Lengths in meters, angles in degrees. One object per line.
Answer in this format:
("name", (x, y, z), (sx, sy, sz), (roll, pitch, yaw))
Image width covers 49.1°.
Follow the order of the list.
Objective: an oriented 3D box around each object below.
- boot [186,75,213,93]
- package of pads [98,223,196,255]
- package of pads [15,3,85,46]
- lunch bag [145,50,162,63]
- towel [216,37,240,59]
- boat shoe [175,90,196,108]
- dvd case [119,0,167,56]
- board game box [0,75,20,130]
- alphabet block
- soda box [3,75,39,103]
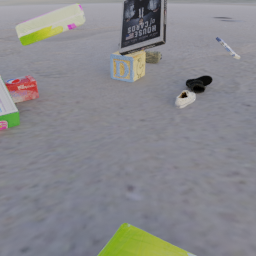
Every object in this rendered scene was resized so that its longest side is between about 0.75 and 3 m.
("boot", (2.850, -1.677, 10.790), (1.122, 0.422, 0.839), (-14, 23, -4))
("package of pads", (0.092, 2.466, 2.716), (2.214, 0.977, 2.866), (16, 33, 26))
("package of pads", (-2.214, -3.095, 8.257), (1.889, 0.644, 1.459), (-19, 25, 2))
("lunch bag", (1.264, -3.657, 14.245), (0.832, 0.580, 0.698), (9, 32, 15))
("towel", (3.220, -2.558, 8.971), (0.657, 0.107, 0.895), (-7, 57, -53))
("boat shoe", (2.013, -1.094, 9.745), (0.441, 0.434, 1.243), (21, 35, 33))
("dvd case", (0.512, -3.755, 9.551), (1.756, 2.337, 0.289), (-6, -16, 35))
("board game box", (-4.902, -0.650, 7.940), (2.900, 0.585, 2.219), (-18, 57, -30))
("alphabet block", (-0.001, -2.687, 11.957), (1.127, 1.121, 1.148), (17, 34, 24))
("soda box", (-4.211, -1.235, 9.700), (2.045, 0.716, 0.648), (-19, 35, -30))
